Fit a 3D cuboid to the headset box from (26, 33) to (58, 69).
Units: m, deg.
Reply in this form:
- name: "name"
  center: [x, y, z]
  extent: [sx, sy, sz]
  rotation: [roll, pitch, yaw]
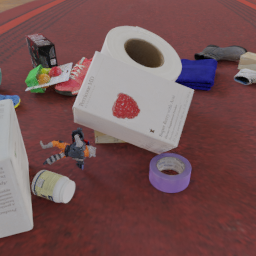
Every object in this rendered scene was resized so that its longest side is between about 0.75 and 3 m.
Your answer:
- name: "headset box"
  center: [-4.147, -3.486, 13.465]
  extent: [0.821, 1.627, 2.190]
  rotation: [-20, 40, -25]

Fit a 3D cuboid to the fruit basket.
- name: "fruit basket"
  center: [-3.322, -2.153, 11.999]
  extent: [1.869, 0.876, 1.731]
  rotation: [-10, 37, 2]

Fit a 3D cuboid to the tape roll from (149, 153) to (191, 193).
- name: "tape roll"
  center: [1.152, 1.213, 7.715]
  extent: [1.122, 0.477, 1.122]
  rotation: [1, 33, 0]

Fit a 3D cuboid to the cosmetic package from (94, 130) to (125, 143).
- name: "cosmetic package"
  center: [-0.364, 0.053, 9.158]
  extent: [1.464, 0.770, 0.520]
  rotation: [-3, 35, -2]

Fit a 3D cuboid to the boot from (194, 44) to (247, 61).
- name: "boot"
  center: [4.821, -3.719, 14.683]
  extent: [2.374, 0.828, 1.563]
  rotation: [14, 39, 37]

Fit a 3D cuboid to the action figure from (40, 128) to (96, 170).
- name: "action figure"
  center: [-1.517, 0.758, 7.507]
  extent: [1.367, 1.413, 0.739]
  rotation: [-7, 34, -1]

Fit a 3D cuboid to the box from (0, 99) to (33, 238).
- name: "box"
  center: [-3.757, 1.011, 6.440]
  extent: [2.622, 2.257, 2.635]
  rotation: [-11, 35, -15]

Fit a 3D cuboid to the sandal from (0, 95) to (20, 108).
- name: "sandal"
  center: [-5.111, -1.014, 10.653]
  extent: [1.886, 0.821, 0.749]
  rotation: [-13, 35, -21]

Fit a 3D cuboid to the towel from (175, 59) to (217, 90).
- name: "towel"
  center: [3.130, -2.510, 13.050]
  extent: [1.865, 0.626, 2.526]
  rotation: [5, 35, 18]

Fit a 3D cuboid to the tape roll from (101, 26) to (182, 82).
- name: "tape roll"
  center: [0.252, -2.030, 10.222]
  extent: [2.845, 1.953, 2.845]
  rotation: [13, 49, -16]

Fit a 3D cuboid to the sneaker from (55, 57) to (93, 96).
- name: "sneaker"
  center: [-2.115, -2.414, 12.253]
  extent: [1.072, 1.262, 2.910]
  rotation: [22, 41, 28]

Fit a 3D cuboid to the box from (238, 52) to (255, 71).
- name: "box"
  center: [6.456, -3.040, 13.612]
  extent: [1.861, 0.723, 0.884]
  rotation: [28, 44, 35]

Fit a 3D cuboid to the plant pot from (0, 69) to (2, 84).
- name: "plant pot"
  center: [-5.992, -1.979, 11.937]
  extent: [1.310, 0.883, 1.310]
  rotation: [-1, 37, 1]

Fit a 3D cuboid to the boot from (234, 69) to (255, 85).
- name: "boot"
  center: [5.694, -2.151, 12.537]
  extent: [1.785, 0.657, 0.853]
  rotation: [21, 46, 41]

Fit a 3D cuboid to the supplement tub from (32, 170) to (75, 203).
- name: "supplement tub"
  center: [-1.893, 1.500, 7.151]
  extent: [0.925, 0.670, 0.670]
  rotation: [14, 37, 18]

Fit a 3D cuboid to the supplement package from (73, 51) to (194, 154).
- name: "supplement package"
  center: [0.072, -0.594, 7.919]
  extent: [2.832, 1.696, 1.717]
  rotation: [20, 76, -5]
